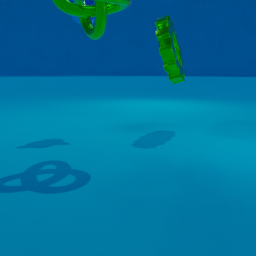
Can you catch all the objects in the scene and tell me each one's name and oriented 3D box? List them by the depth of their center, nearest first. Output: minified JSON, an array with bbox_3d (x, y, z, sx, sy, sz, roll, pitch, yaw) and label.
[{"bbox_3d":[-0.653,-2.493,5.516,1.446,0.714,1.546,6,-29,25],"label":"knot shape"},{"bbox_3d":[-1.177,-3.423,7.785,1.023,1.422,0.857,-27,2,26],"label":"monkey head"},{"bbox_3d":[1.246,-2.234,8.084,0.346,1.872,1.872,-12,7,20],"label":"gear"}]
